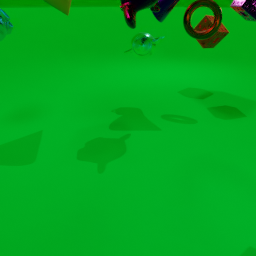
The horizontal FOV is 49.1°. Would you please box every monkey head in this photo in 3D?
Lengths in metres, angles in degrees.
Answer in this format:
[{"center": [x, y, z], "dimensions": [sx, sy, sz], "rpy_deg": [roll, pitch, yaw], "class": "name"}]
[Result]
[{"center": [0.307, -2.937, 6.296], "dimensions": [1.035, 1.235, 1.717], "rpy_deg": [-11, -11, 11], "class": "monkey head"}, {"center": [-3.147, -2.431, 6.498], "dimensions": [0.810, 1.126, 0.678], "rpy_deg": [38, 64, 20], "class": "monkey head"}]

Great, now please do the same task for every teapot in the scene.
[{"center": [0.482, -2.492, 8.459], "dimensions": [1.303, 0.810, 0.638], "rpy_deg": [-19, 9, 12], "class": "teapot"}]

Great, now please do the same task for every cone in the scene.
[{"center": [1.253, -3.741, 7.531], "dimensions": [1.305, 1.301, 1.301], "rpy_deg": [-16, 17, 27], "class": "cone"}, {"center": [-1.657, -3.192, 6.644], "dimensions": [1.419, 1.424, 1.419], "rpy_deg": [-3, 68, 7], "class": "cone"}]

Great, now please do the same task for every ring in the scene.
[{"center": [2.105, -3.085, 7.952], "dimensions": [1.101, 1.101, 0.220], "rpy_deg": [12, 20, 24], "class": "ring"}]

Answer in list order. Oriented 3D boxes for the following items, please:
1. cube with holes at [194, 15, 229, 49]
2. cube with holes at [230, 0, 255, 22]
[{"center": [2.952, -3.450, 10.097], "dimensions": [0.794, 0.794, 0.794], "rpy_deg": [-17, 70, -44], "class": "cube with holes"}, {"center": [3.724, -3.751, 8.405], "dimensions": [0.747, 0.747, 0.747], "rpy_deg": [30, 18, -18], "class": "cube with holes"}]
